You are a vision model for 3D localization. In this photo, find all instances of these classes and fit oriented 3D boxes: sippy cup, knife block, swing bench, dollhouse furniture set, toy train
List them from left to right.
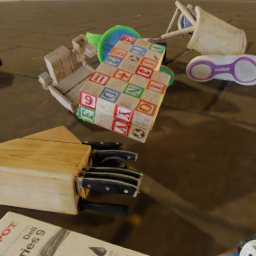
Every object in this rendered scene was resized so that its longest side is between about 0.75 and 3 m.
[{"bbox_3d":[-1.143,0.883,4.580,2.579,0.825,2.264,-18,32,-30],"label":"knife block"},{"bbox_3d":[-1.292,-1.345,8.506,2.468,1.205,2.105,40,67,22],"label":"dollhouse furniture set"},{"bbox_3d":[-0.449,-2.992,10.858,1.812,2.307,1.691,-36,24,-5],"label":"sippy cup"},{"bbox_3d":[3.180,-3.826,11.466,2.508,1.636,2.521,14,20,-28],"label":"swing bench"},{"bbox_3d":[2.103,1.396,3.062,2.478,1.416,1.074,-11,31,-19],"label":"toy train"}]

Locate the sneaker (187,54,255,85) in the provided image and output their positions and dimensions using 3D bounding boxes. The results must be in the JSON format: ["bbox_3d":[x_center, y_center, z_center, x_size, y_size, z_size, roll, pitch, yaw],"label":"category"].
[{"bbox_3d":[3.586,-2.263,10.039,2.828,1.059,1.408,7,30,13],"label":"sneaker"}]

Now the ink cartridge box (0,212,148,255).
[{"bbox_3d":[-0.821,1.860,2.816,2.001,0.841,1.461,10,31,17],"label":"ink cartridge box"}]

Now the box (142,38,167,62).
[{"bbox_3d":[0.887,-3.471,12.396,1.527,0.876,1.009,-1,29,-2],"label":"box"}]

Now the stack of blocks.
[{"bbox_3d":[0.140,-1.176,7.196,1.704,0.867,2.960,20,46,6],"label":"stack of blocks"}]

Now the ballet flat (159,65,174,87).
[{"bbox_3d":[0.170,-1.656,9.262,2.642,0.913,0.940,-8,15,-11],"label":"ballet flat"}]

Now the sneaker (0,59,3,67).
[{"bbox_3d":[-5.454,-2.215,10.261,0.841,0.757,2.159,-5,27,7],"label":"sneaker"}]
